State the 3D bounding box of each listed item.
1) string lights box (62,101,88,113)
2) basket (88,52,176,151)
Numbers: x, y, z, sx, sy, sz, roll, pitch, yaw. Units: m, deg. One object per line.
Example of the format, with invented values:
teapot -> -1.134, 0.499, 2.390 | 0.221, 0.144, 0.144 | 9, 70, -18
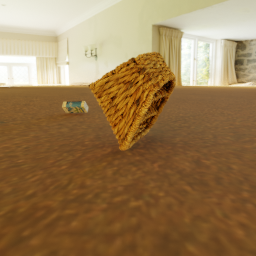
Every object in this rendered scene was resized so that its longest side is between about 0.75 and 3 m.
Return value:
string lights box -> -2.096, -0.833, 11.168 | 0.917, 0.270, 0.471 | -1, -29, 12
basket -> 0.415, -0.648, 6.099 | 1.468, 1.532, 2.057 | -28, 0, 21
